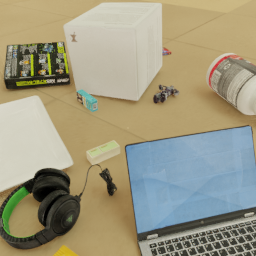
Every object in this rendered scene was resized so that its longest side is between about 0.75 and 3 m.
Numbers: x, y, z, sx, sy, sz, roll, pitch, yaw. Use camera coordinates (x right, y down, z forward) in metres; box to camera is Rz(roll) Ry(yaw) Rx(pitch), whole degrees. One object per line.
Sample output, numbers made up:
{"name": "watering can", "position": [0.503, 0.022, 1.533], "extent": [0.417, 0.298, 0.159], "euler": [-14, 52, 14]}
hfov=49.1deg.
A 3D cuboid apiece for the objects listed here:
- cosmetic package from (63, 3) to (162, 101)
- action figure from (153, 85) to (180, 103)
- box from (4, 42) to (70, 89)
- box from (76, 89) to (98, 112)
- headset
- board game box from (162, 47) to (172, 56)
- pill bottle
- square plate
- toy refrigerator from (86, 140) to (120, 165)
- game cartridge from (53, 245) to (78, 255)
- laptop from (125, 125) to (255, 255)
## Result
{"name": "cosmetic package", "position": [-0.323, -2.889, 10.100], "extent": [2.490, 2.475, 2.976], "euler": [10, 39, 20]}
{"name": "action figure", "position": [1.358, -1.251, 9.800], "extent": [0.798, 0.425, 1.226], "euler": [13, 35, 28]}
{"name": "box", "position": [-3.557, -2.529, 11.027], "extent": [2.347, 0.577, 2.430], "euler": [-6, 47, -14]}
{"name": "box", "position": [-1.369, -0.923, 9.359], "extent": [0.235, 0.393, 0.956], "euler": [-26, 43, -30]}
{"name": "headset", "position": [-1.424, 1.565, 5.851], "extent": [2.424, 1.139, 1.497], "euler": [-28, 42, -11]}
{"name": "board game box", "position": [1.300, -3.528, 13.109], "extent": [1.316, 0.128, 0.677], "euler": [-14, 38, -18]}
{"name": "pill bottle", "position": [3.820, -1.310, 9.016], "extent": [1.428, 1.428, 2.580], "euler": [-13, 39, -17]}
{"name": "square plate", "position": [-3.121, 0.460, 7.033], "extent": [2.694, 0.383, 2.668], "euler": [-20, 56, -24]}
{"name": "toy refrigerator", "position": [-0.639, 0.631, 7.342], "extent": [0.840, 0.294, 0.319], "euler": [-22, 42, -26]}
{"name": "game cartridge", "position": [-1.109, 2.749, 4.541], "extent": [1.215, 0.224, 1.378], "euler": [22, 42, 27]}
{"name": "laptop", "position": [1.569, 1.609, 4.870], "extent": [2.701, 1.672, 2.885], "euler": [-9, 37, -11]}
